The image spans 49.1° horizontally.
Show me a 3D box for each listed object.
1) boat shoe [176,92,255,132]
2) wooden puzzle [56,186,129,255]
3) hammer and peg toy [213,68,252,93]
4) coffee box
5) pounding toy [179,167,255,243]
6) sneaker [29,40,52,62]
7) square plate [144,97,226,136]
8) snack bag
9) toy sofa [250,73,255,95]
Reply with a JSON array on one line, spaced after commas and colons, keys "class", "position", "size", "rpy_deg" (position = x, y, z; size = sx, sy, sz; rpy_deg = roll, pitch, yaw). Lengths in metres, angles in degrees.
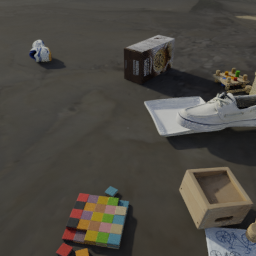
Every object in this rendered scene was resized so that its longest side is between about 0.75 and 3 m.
[{"class": "boat shoe", "position": [2.291, -0.444, 6.601], "size": [2.321, 0.763, 0.835], "rpy_deg": [-1, 35, -6]}, {"class": "wooden puzzle", "position": [-0.508, 1.514, 4.647], "size": [0.916, 0.109, 1.545], "rpy_deg": [5, 34, 8]}, {"class": "hammer and peg toy", "position": [3.356, -1.510, 8.919], "size": [0.873, 0.419, 1.187], "rpy_deg": [-10, 35, -14]}, {"class": "coffee box", "position": [0.750, -2.384, 9.630], "size": [0.772, 1.094, 1.935], "rpy_deg": [25, 42, 32]}, {"class": "pounding toy", "position": [1.643, 1.313, 4.531], "size": [1.154, 0.601, 1.313], "rpy_deg": [-2, 39, -16]}, {"class": "sneaker", "position": [-3.621, -3.073, 11.114], "size": [0.705, 0.602, 1.599], "rpy_deg": [-19, 37, -26]}, {"class": "square plate", "position": [1.404, -0.305, 7.275], "size": [1.670, 0.238, 1.655], "rpy_deg": [-6, 34, -9]}, {"class": "snack bag", "position": [1.597, 1.861, 4.146], "size": [0.820, 0.093, 0.869], "rpy_deg": [3, 34, 5]}, {"class": "toy sofa", "position": [4.956, -1.612, 8.178], "size": [2.771, 1.352, 1.148], "rpy_deg": [-23, 45, -29]}]
